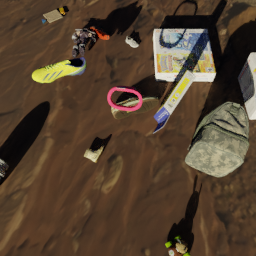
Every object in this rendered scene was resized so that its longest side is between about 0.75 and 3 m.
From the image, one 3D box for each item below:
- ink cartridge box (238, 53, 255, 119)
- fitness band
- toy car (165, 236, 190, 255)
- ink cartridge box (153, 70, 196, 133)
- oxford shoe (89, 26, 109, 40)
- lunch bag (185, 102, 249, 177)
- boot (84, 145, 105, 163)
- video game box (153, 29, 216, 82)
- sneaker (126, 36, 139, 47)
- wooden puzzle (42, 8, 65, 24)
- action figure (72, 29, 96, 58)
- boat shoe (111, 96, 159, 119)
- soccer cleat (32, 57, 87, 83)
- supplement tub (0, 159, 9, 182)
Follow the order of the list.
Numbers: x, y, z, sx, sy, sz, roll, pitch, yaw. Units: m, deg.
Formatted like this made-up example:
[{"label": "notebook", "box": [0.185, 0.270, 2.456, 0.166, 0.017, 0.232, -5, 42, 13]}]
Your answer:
[{"label": "ink cartridge box", "box": [5.739, -1.725, 11.407, 1.621, 1.628, 2.220, -2, 61, -1]}, {"label": "fitness band", "box": [-0.095, -0.956, 9.074, 1.144, 0.822, 0.214, 8, 36, 3]}, {"label": "toy car", "box": [1.600, 3.744, 8.727, 0.644, 0.816, 0.671, -25, 63, -14]}, {"label": "ink cartridge box", "box": [1.518, -0.877, 10.359, 0.499, 2.098, 2.123, 37, 81, 1]}, {"label": "oxford shoe", "box": [-1.361, -4.785, 13.889, 1.223, 0.435, 0.444, 32, 60, 17]}, {"label": "lunch bag", "box": [3.166, 0.399, 9.822, 1.642, 2.357, 1.977, 25, 66, 10]}, {"label": "boot", "box": [-1.278, 0.890, 10.700, 0.584, 0.273, 0.751, 24, 66, 13]}, {"label": "video game box", "box": [2.523, -3.423, 12.969, 2.594, 0.667, 2.847, -1, 60, 2]}, {"label": "sneaker", "box": [0.188, -4.179, 13.594, 0.752, 0.308, 0.281, 33, 65, 17]}, {"label": "wooden puzzle", "box": [-3.904, -5.847, 14.662, 1.358, 0.159, 0.916, -24, 59, -14]}, {"label": "action figure", "box": [-2.201, -4.179, 13.465, 1.139, 0.607, 1.751, 5, 56, 11]}, {"label": "boat shoe", "box": [0.264, -1.032, 11.601, 1.991, 0.713, 0.758, -15, 49, -9]}, {"label": "soccer cleat", "box": [-2.553, -2.261, 10.514, 2.109, 0.882, 0.682, -18, 70, -27]}, {"label": "supplement tub", "box": [-5.014, 1.739, 9.737, 1.066, 1.066, 1.519, 22, 63, 12]}]
